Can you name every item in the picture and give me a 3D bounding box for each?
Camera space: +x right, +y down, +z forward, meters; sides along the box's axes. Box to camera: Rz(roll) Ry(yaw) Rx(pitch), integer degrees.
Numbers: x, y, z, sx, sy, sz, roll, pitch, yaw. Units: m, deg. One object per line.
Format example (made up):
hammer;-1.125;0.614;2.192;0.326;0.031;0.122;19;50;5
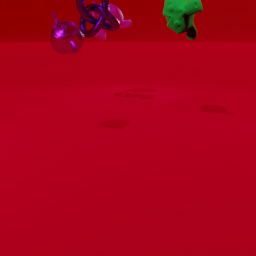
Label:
knot shape;-0.959;-3.684;9.273;1.536;1.641;0.758;28;46;6
teapot;-1.398;-2.081;6.260;0.764;0.601;1.228;-29;64;-14
monkey head;-0.767;-3.919;10.353;1.696;1.220;1.022;15;-9;-33
monkey head;1.505;-3.066;7.374;1.107;1.539;0.927;-14;17;38
